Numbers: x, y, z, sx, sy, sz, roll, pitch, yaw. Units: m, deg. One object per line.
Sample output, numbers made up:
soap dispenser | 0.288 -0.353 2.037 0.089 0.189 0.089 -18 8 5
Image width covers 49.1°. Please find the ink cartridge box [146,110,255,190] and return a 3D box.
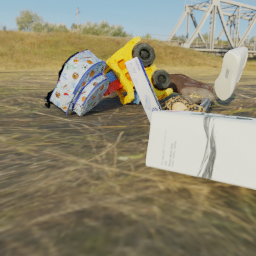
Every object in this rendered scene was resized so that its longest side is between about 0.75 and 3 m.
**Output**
ink cartridge box | 1.496 0.254 4.212 2.068 0.869 1.509 9 7 25

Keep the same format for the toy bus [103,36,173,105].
toy bus | 0.082 -1.800 11.013 2.531 2.636 1.789 -38 8 -19

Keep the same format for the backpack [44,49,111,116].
backpack | -1.508 -1.482 9.102 1.561 1.931 2.027 28 38 4

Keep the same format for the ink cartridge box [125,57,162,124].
ink cartridge box | 0.488 -0.993 7.628 0.393 1.779 0.836 -23 3 12

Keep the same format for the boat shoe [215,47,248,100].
boat shoe | 3.445 -1.789 9.303 0.714 2.084 0.750 -27 51 -15

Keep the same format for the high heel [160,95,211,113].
high heel | 1.612 -0.520 8.762 1.782 0.636 1.270 -4 28 32

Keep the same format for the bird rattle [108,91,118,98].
bird rattle | -0.398 -2.235 13.327 2.475 1.394 2.018 -22 26 38

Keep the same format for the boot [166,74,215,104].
boot | 2.310 -1.622 11.633 2.565 0.884 2.753 11 19 15
